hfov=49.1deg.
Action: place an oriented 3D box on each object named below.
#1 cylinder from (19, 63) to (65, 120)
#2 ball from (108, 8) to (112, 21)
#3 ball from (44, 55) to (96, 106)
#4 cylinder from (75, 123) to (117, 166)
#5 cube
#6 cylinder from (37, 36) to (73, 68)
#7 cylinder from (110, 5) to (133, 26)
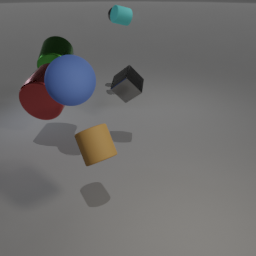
[{"bbox_3d":[-2.613,-1.206,9.179,1.400,1.400,1.400,3,37,7],"label":"cylinder"},{"bbox_3d":[-0.567,-5.146,12.742,0.700,0.700,0.700,0,28,0],"label":"ball"},{"bbox_3d":[-1.592,-1.311,7.770,1.400,1.400,1.400,0,28,0],"label":"ball"},{"bbox_3d":[-0.665,0.350,5.830,0.700,0.700,0.700,-21,-3,-1],"label":"cylinder"},{"bbox_3d":[-0.014,-1.344,8.600,0.700,0.700,0.700,-29,34,33],"label":"cube"},{"bbox_3d":[-3.158,-3.052,12.277,1.400,1.400,1.400,-1,48,-2],"label":"cylinder"},{"bbox_3d":[-0.280,-4.670,11.627,0.700,0.700,0.700,0,24,-31],"label":"cylinder"}]
